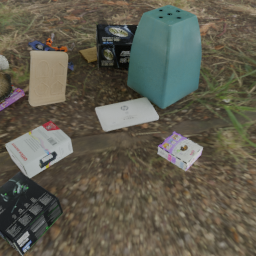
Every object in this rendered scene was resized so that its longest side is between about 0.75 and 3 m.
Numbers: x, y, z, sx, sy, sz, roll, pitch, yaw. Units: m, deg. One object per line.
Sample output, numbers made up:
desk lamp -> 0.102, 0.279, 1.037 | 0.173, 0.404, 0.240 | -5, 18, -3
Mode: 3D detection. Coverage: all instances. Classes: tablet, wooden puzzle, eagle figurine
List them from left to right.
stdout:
eagle figurine -> -4.879, -1.721, 9.877 | 1.410, 1.403, 1.859 | -15, 26, -14
wooden puzzle -> -2.651, -1.650, 9.183 | 0.392, 1.693, 1.568 | 15, 19, 28
tablet -> -0.053, -0.504, 9.417 | 1.912, 0.131, 1.244 | -13, 45, -14

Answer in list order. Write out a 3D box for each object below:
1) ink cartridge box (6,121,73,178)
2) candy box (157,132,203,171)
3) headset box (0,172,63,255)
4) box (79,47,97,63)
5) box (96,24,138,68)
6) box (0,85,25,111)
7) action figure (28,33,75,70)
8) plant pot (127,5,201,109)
ink cartridge box -> -2.488, 0.575, 7.914 | 1.466, 0.607, 1.069 | -32, 52, -29
candy box -> 1.488, 0.646, 8.027 | 0.993, 0.355, 0.833 | 32, 52, 30
headset box -> -2.511, 1.887, 6.470 | 1.473, 0.683, 1.283 | 25, 49, 24
box -> -1.414, -3.288, 12.348 | 1.215, 0.129, 0.993 | -21, 48, -21
box -> -0.095, -3.442, 11.713 | 2.431, 1.047, 1.991 | -1, 42, -7
box -> -4.408, -1.103, 9.968 | 0.796, 0.227, 1.163 | 25, 49, 24
action figure -> -3.033, -2.944, 11.669 | 2.014, 1.053, 1.948 | 35, 56, -2
plant pot -> 1.284, -2.563, 9.676 | 1.955, 2.766, 1.954 | -30, 51, -27
